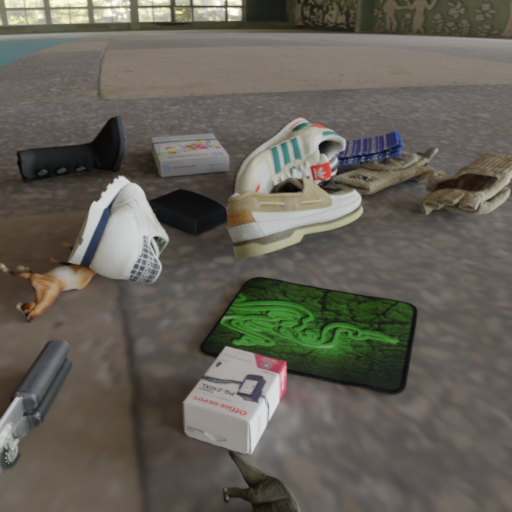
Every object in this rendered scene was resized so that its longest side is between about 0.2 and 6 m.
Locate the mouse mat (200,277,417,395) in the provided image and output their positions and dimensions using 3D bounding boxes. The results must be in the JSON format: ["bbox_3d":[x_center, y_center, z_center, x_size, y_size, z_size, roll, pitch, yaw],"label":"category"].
[{"bbox_3d":[0.839,1.017,8.030,2.757,0.104,2.219,8,28,17],"label":"mouse mat"}]

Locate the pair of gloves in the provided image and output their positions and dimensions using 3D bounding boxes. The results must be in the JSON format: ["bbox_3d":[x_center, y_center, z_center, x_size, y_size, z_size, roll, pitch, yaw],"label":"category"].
[{"bbox_3d":[3.985,-1.741,12.829,3.606,0.632,3.066,15,35,36],"label":"pair of gloves"}]

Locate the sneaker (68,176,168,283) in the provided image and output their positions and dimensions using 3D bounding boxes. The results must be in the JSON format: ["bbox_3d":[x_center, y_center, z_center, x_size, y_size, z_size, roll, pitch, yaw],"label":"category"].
[{"bbox_3d":[-2.252,-0.425,9.874,1.369,1.299,3.401,21,19,-12],"label":"sneaker"}]

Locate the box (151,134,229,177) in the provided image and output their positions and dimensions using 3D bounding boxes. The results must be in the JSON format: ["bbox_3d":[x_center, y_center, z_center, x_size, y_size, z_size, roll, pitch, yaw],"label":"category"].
[{"bbox_3d":[-1.811,-2.710,14.884,1.767,0.467,2.267,-7,29,-13],"label":"box"}]

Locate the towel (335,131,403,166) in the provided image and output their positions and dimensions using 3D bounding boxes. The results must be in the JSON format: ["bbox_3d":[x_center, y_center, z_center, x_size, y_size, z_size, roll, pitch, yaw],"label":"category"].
[{"bbox_3d":[2.284,-2.697,14.144,2.730,0.326,1.976,-6,22,15],"label":"towel"}]

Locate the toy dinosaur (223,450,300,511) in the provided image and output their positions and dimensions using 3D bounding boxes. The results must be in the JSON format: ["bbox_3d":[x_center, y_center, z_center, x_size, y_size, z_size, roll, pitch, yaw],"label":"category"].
[{"bbox_3d":[0.134,2.354,5.094,0.739,0.556,1.444,-1,19,-28],"label":"toy dinosaur"}]

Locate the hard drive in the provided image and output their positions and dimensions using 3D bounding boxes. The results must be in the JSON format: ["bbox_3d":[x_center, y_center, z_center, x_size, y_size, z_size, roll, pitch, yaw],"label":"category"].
[{"bbox_3d":[-1.411,-0.948,11.522,1.645,0.348,1.110,24,39,39],"label":"hard drive"}]

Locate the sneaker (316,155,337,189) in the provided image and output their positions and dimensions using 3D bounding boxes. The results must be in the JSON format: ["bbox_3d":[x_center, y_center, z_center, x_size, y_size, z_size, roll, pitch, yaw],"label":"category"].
[{"bbox_3d":[1.309,-1.754,12.852,1.412,0.561,0.554,-31,48,-15],"label":"sneaker"}]

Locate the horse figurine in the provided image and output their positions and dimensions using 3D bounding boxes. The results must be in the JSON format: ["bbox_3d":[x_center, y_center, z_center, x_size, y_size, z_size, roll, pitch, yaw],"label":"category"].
[{"bbox_3d":[-3.175,0.307,8.953,1.180,0.444,1.780,31,33,27],"label":"horse figurine"}]

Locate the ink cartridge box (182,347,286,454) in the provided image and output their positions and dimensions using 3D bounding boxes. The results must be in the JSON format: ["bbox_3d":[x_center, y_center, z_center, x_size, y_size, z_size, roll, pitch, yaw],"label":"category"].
[{"bbox_3d":[-0.223,1.615,6.420,0.817,0.476,1.128,11,29,20],"label":"ink cartridge box"}]

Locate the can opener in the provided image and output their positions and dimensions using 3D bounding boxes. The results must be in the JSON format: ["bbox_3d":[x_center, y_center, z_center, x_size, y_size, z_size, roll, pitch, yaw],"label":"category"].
[{"bbox_3d":[-2.709,1.650,6.319,0.647,0.516,1.936,2,26,2],"label":"can opener"}]

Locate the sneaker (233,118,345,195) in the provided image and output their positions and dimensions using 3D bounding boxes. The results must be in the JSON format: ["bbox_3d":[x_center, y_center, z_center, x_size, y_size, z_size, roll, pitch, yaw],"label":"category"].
[{"bbox_3d":[0.772,-1.860,11.915,1.409,1.061,3.014,22,53,30],"label":"sneaker"}]

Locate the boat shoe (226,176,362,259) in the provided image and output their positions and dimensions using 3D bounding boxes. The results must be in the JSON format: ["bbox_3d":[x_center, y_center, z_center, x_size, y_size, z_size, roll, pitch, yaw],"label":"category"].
[{"bbox_3d":[0.815,-0.914,10.260,1.212,1.109,3.242,-9,10,46],"label":"boat shoe"}]

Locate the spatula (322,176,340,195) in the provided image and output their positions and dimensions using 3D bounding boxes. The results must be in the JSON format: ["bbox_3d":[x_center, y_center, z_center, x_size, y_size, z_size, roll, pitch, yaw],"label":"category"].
[{"bbox_3d":[0.891,-1.740,13.345,2.503,0.201,1.741,12,29,13],"label":"spatula"}]

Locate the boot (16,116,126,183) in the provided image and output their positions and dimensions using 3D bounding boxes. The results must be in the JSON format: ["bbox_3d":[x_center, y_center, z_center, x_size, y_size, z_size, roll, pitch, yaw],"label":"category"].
[{"bbox_3d":[-4.350,-2.484,13.144,2.384,1.965,0.782,-8,67,-23],"label":"boot"}]
